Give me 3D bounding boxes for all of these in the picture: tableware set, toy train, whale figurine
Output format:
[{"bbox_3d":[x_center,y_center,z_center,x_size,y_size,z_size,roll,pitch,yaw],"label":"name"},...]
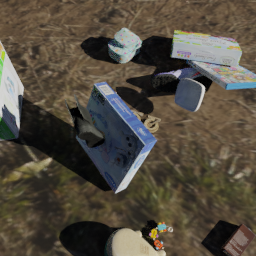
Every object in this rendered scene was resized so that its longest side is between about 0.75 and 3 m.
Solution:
[{"bbox_3d":[0.572,-0.265,11.507,1.420,0.285,0.939,19,62,10],"label":"tableware set"},{"bbox_3d":[1.078,3.592,9.373,0.642,0.238,0.854,36,70,17],"label":"toy train"},{"bbox_3d":[0.203,4.026,8.795,1.997,1.036,1.589,22,33,-12],"label":"whale figurine"}]

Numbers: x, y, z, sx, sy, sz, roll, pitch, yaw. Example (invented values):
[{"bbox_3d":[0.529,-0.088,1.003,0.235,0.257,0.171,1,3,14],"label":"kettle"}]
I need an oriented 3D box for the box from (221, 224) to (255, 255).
[{"bbox_3d":[3.606,3.746,9.181,1.095,0.410,0.548,-41,68,-18],"label":"box"}]

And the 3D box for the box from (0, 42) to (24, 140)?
[{"bbox_3d":[-5.202,-1.340,10.574,1.433,2.963,2.614,-5,60,-3],"label":"box"}]

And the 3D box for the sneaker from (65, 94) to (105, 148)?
[{"bbox_3d":[-1.333,-0.135,8.826,0.639,2.126,1.109,-23,71,3],"label":"sneaker"}]

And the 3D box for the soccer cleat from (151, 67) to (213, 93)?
[{"bbox_3d":[2.309,-2.202,12.360,2.693,0.918,0.985,-4,44,-2],"label":"soccer cleat"}]

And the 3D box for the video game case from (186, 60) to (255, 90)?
[{"bbox_3d":[4.078,-2.368,11.754,2.089,0.260,2.918,-7,34,-20],"label":"video game case"}]

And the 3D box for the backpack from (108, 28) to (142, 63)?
[{"bbox_3d":[-0.199,-3.818,13.067,1.292,1.126,1.470,40,74,14],"label":"backpack"}]

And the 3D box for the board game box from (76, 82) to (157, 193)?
[{"bbox_3d":[-0.592,0.369,9.743,0.609,2.793,2.807,-18,59,-40],"label":"board game box"}]

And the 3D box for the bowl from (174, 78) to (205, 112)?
[{"bbox_3d":[2.433,-1.294,10.816,0.429,1.147,1.148,-9,32,-40],"label":"bowl"}]

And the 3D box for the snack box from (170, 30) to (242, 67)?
[{"bbox_3d":[3.450,-3.655,12.699,2.909,0.771,2.069,10,35,6],"label":"snack box"}]
